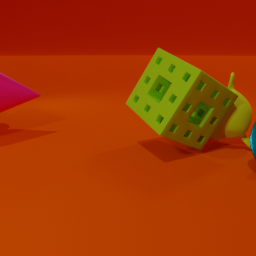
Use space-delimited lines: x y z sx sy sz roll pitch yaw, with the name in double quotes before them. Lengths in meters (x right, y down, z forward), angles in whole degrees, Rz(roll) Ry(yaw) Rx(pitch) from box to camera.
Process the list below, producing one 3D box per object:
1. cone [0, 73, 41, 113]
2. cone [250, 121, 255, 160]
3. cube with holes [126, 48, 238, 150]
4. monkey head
"cone" -2.647 -0.770 6.281 1.337 1.332 1.332 1 14 -26
"cone" 2.959 0.354 5.203 1.350 1.350 1.355 6 -9 21
"cube with holes" 1.035 -0.561 5.576 1.288 1.288 1.288 19 19 -39
"monkey head" 2.213 -0.325 6.202 1.006 1.670 1.201 -14 5 27
